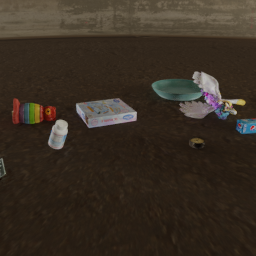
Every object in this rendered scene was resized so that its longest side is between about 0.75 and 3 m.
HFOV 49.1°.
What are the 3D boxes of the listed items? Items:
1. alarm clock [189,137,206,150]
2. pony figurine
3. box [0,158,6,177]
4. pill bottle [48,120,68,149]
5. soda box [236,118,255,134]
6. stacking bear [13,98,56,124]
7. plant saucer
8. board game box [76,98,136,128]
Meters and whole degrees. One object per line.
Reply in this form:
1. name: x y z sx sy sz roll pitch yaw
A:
1. alarm clock: 2.373 0.484 9.712 0.526 0.260 0.780 -1 26 0
2. pony figurine: 3.708 -1.202 12.079 2.278 1.965 2.360 27 19 30
3. box: -5.083 1.390 7.198 2.508 0.617 2.597 7 25 21
4. pill bottle: -2.287 0.206 9.243 0.502 0.924 0.502 18 31 -11
5. soda box: 4.914 -0.097 10.827 1.329 0.426 0.451 -4 24 -10
6. stacking bear: -3.794 -0.606 11.483 1.624 0.986 0.924 1 -17 -16
7. plant saucer: 2.771 -2.035 15.122 2.990 0.537 2.990 0 24 0
8. board game box: -0.991 -0.708 12.204 2.088 0.431 2.093 -9 25 -20
